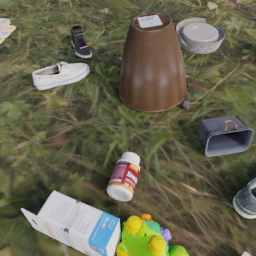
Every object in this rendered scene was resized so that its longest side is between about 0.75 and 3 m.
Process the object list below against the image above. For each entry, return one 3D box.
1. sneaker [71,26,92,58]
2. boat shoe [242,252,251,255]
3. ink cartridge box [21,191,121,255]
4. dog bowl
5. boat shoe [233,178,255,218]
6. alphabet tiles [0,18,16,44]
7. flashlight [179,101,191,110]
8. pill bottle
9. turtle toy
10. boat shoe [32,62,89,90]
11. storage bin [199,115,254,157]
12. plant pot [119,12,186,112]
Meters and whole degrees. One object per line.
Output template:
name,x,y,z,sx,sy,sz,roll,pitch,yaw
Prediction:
sneaker,-1.776,-3.232,10.381,0.536,0.752,1.516,-19,53,-18
boat shoe,2.098,2.922,5.214,0.456,0.446,1.279,30,52,29
ink cartridge box,-1.104,1.939,5.655,1.853,1.075,0.629,18,51,15
dog bowl,2.753,-3.537,10.783,1.861,0.546,1.861,0,48,0
boat shoe,3.604,1.309,6.402,2.490,0.769,0.907,-17,51,-14
alphabet tiles,-5.729,-3.880,11.342,2.066,0.154,2.112,10,50,10
flashlight,1.548,-0.818,8.608,0.764,0.259,0.260,27,56,20
pill bottle,-0.065,1.129,6.667,0.611,0.611,1.081,12,50,10
turtle toy,0.495,2.308,5.459,1.512,1.102,0.764,34,36,25
boat shoe,-2.204,-1.868,9.267,1.913,0.629,0.688,-18,51,-15
storage bin,2.515,0.099,7.466,1.255,0.914,0.843,-9,39,-8
plant pot,0.685,-2.042,8.200,2.166,2.317,2.166,-3,47,4
